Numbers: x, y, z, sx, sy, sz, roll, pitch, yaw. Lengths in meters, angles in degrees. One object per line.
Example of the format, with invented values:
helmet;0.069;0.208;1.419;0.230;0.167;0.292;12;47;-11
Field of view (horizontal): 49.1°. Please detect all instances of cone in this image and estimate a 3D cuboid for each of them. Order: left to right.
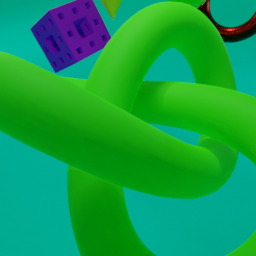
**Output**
cone;-0.378;-3.011;6.371;1.161;1.161;1.165;-4;84;-5

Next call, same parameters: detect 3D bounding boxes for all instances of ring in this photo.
ring;2.573;-3.070;6.830;1.908;1.908;0.382;23;26;23

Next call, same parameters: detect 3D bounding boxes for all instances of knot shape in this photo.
knot shape;0.011;-0.042;1.647;1.846;0.911;1.972;15;46;-6

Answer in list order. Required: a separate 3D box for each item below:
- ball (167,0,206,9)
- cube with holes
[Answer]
ball;1.268;-2.979;5.959;0.954;0.954;0.954;0;42;0
cube with holes;-1.344;-2.215;6.732;1.186;1.186;1.186;-39;20;-33
